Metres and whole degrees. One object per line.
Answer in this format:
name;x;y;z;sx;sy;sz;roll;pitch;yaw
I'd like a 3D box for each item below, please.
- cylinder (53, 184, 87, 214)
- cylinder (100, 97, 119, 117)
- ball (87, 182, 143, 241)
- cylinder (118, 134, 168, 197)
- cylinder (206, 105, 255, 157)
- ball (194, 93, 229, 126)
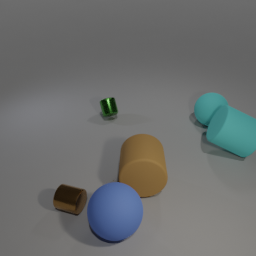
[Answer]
cylinder;-1.613;1.983;7.847;0.700;0.700;0.700;10;33;16
cylinder;-0.830;-0.899;12.258;0.700;0.700;0.700;-15;-8;-2
ball;-0.320;2.072;7.010;1.400;1.400;1.400;0;31;0
cylinder;0.440;1.111;8.496;1.400;1.400;1.400;1;30;1
cylinder;3.715;0.110;9.793;1.400;1.400;1.400;25;33;-4
ball;3.484;-0.775;11.715;1.400;1.400;1.400;0;31;0
